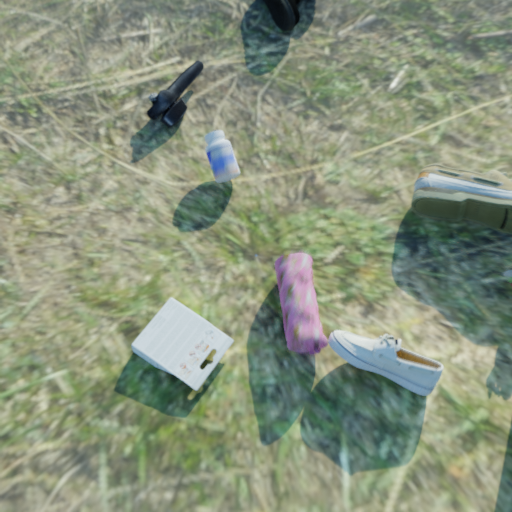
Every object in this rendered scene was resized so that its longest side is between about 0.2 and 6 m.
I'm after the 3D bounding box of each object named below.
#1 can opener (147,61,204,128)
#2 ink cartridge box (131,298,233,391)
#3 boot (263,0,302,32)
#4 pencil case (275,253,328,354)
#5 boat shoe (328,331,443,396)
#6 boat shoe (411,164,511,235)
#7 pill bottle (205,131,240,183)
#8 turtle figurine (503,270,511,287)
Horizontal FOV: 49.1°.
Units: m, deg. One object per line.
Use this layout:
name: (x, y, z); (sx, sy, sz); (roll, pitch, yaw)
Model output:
can opener: (-1.633, -3.369, 11.459); (0.577, 0.715, 1.820); (-9, 45, 42)
ink cartridge box: (-1.128, 1.374, 8.646); (1.245, 0.294, 0.996); (32, 63, 12)
boot: (0.997, -6.009, 12.880); (1.447, 0.728, 1.936); (-15, 59, -10)
pencil case: (0.690, 0.735, 8.770); (0.682, 0.653, 1.577); (8, 56, -24)
boat shoe: (1.916, 1.423, 8.216); (1.690, 0.590, 0.599); (26, 25, 8)
boat shoe: (4.073, -1.036, 9.682); (2.621, 0.979, 0.896); (13, 65, 9)
pill bottle: (-0.649, -1.827, 10.282); (0.486, 0.486, 0.868); (-18, 86, -11)
turtle figurine: (4.411, 0.586, 8.889); (0.965, 0.695, 0.936); (-4, 49, -1)
